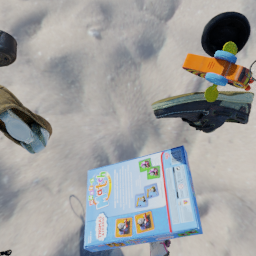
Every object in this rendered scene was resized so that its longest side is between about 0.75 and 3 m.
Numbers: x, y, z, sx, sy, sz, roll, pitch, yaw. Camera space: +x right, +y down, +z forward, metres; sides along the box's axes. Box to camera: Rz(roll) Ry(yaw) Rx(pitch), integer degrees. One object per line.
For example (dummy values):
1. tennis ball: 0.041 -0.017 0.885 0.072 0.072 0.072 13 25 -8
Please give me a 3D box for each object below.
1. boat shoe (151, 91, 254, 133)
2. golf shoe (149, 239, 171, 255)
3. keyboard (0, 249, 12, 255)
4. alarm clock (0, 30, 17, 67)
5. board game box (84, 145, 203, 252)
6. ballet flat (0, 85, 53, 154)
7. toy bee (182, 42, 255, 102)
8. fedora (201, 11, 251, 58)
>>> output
1. boat shoe: 1.659 -0.308 5.761 2.538 0.907 0.834 -7 91 -29
2. golf shoe: 0.595 2.515 5.958 0.427 1.176 0.541 -43 83 6
3. keyboard: -2.671 2.873 5.872 1.008 0.129 0.606 19 75 -41
4. alarm clock: -3.102 -1.725 6.434 1.120 1.660 0.553 -2 82 -7
5. board game box: 0.199 1.389 5.538 2.206 0.404 1.669 -16 51 17
6. ballet flat: -2.149 0.016 5.798 0.866 2.555 0.924 -37 65 -9
7. toy bee: 1.645 -0.828 4.606 0.987 0.819 1.507 -52 44 18
8. fedora: 2.168 -2.179 6.438 1.185 1.185 0.541 -14 40 -4
